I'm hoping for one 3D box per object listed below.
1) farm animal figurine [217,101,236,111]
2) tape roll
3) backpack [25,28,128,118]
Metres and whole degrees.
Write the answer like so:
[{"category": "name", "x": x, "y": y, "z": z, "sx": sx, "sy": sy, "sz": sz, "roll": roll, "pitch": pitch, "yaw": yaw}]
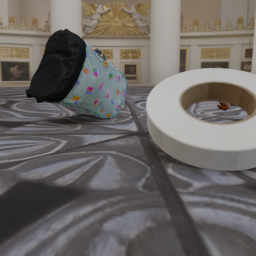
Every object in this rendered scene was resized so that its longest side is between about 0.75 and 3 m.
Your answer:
[{"category": "farm animal figurine", "x": 3.263, "y": -1.007, "z": 8.428, "sx": 0.643, "sy": 1.233, "sz": 1.220, "roll": 32, "pitch": -27, "yaw": -23}, {"category": "tape roll", "x": 1.559, "y": -0.292, "z": 4.907, "sx": 2.496, "sy": 0.456, "sz": 2.496, "roll": -5, "pitch": 38, "yaw": 4}, {"category": "backpack", "x": -1.360, "y": -1.374, "z": 8.725, "sx": 1.798, "sy": 2.371, "sz": 2.841, "roll": 28, "pitch": 1, "yaw": 33}]
